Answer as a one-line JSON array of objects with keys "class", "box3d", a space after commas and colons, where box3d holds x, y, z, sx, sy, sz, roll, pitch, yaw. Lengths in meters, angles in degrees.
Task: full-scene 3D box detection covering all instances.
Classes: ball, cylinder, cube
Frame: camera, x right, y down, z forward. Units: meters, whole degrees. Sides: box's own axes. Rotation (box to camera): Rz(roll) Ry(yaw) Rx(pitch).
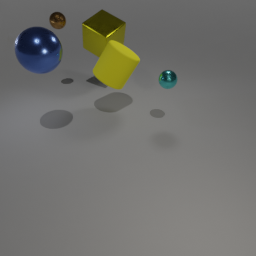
[{"class": "ball", "box3d": [1.475, -1.788, 10.345, 0.700, 0.700, 0.700, 0, 33, 0]}, {"class": "cylinder", "box3d": [-0.467, -2.483, 11.079, 1.400, 1.400, 1.400, 28, 25, -15]}, {"class": "ball", "box3d": [-2.958, -4.522, 11.796, 0.700, 0.700, 0.700, 0, 33, 0]}, {"class": "ball", "box3d": [-2.715, -2.364, 8.570, 1.400, 1.400, 1.400, 0, 33, 0]}, {"class": "cube", "box3d": [-1.094, -4.199, 12.718, 1.400, 1.400, 1.400, 34, 60, 15]}]
